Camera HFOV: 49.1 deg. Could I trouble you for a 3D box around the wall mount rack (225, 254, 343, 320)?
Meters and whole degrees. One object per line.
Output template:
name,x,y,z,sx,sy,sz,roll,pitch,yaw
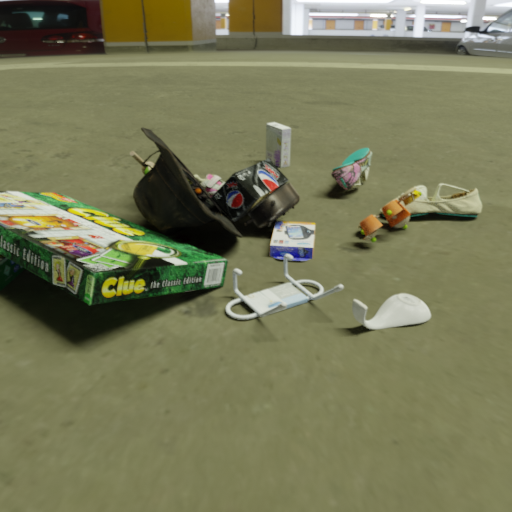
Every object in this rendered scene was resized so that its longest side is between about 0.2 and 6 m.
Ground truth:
wall mount rack,0.480,0.599,9.423,1.903,0.709,1.653,-16,30,-27

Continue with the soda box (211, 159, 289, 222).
soda box,-0.086,-1.583,13.111,0.779,0.871,2.460,47,26,1

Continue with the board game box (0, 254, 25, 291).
board game box,-5.824,0.594,9.674,2.344,0.507,3.483,4,26,7

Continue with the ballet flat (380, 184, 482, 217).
ballet flat,4.144,-1.328,13.297,2.394,0.832,0.832,0,26,-2

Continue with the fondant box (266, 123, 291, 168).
fondant box,0.662,-3.375,17.060,0.348,1.193,0.861,-16,30,-28

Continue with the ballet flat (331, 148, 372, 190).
ballet flat,2.667,-2.287,15.209,0.792,0.815,2.291,-16,14,32

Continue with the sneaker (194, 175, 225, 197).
sneaker,-1.034,-1.658,14.056,1.625,0.717,0.661,6,27,13

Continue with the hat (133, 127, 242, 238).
hat,-1.777,-1.213,11.839,1.329,3.295,3.295,-39,31,1

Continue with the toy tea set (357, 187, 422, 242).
toy tea set,2.900,-0.737,12.196,1.841,0.681,1.094,-32,-5,-26

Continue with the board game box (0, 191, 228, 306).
board game box,-3.556,-0.384,10.723,5.615,0.659,2.942,20,13,35

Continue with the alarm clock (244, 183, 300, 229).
alarm clock,0.502,-1.159,12.655,1.183,0.584,1.754,-36,4,37

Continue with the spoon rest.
spoon rest,2.198,0.924,9.194,1.550,0.470,0.770,0,24,-32

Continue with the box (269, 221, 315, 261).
box,0.779,-0.321,11.796,0.889,0.310,1.494,3,24,6

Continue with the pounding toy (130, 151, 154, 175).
pounding toy,-2.547,-1.613,13.791,1.702,0.790,1.314,48,8,12
